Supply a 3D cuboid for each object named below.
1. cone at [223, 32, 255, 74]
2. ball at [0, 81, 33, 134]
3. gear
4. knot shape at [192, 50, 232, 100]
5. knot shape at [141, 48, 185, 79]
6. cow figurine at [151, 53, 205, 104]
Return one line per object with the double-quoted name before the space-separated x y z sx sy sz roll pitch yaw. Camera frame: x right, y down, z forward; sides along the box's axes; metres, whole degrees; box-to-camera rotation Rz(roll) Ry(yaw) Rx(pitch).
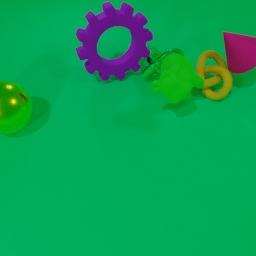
"cone" 2.674 -2.092 7.001 1.077 1.073 1.073 28 46 -33
"ball" -2.982 -0.494 6.804 1.300 1.300 1.300 0 54 0
"gear" -0.358 -2.277 7.572 2.059 2.059 0.381 -16 43 -11
"knot shape" 2.274 -1.357 7.689 1.379 0.637 1.291 -39 65 1
"knot shape" 1.038 -1.878 8.073 1.240 0.612 1.325 1 41 24
"cow figurine" 1.123 -1.269 6.761 1.592 0.888 1.618 17 43 -41
